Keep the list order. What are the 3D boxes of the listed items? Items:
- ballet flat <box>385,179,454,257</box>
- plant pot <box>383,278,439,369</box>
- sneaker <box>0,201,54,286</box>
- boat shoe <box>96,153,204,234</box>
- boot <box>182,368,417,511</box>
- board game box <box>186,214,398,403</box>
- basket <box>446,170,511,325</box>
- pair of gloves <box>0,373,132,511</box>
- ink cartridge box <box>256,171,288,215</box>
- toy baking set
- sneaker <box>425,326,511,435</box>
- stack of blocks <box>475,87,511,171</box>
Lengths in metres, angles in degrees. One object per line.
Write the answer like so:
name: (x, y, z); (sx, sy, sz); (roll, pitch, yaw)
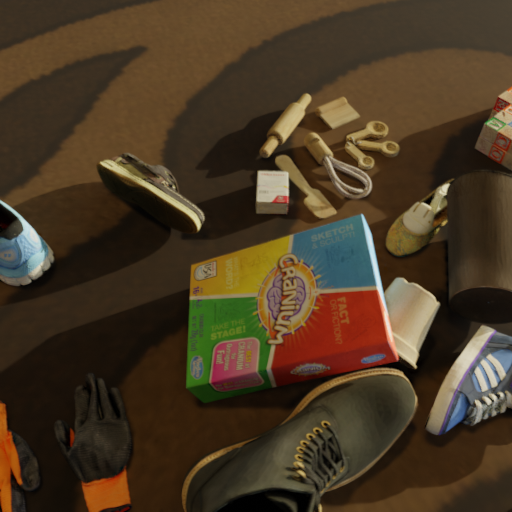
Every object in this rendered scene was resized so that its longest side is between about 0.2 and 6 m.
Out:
ballet flat: (3.019, -0.753, 9.717); (2.041, 0.721, 0.721); (-33, 59, -23)
plant pot: (2.042, 0.896, 7.958); (1.074, 1.074, 0.983); (32, 85, 22)
sneaker: (-4.647, -0.739, 9.272); (2.973, 1.337, 1.165); (26, 56, 19)
boat shoe: (-1.798, -1.235, 9.953); (2.437, 0.892, 0.790); (31, 63, 22)
boot: (0.747, 2.297, 6.185); (3.194, 2.209, 1.237); (-29, 84, -13)
board game box: (0.392, 0.736, 7.959); (2.795, 0.564, 2.138); (-17, 50, 16)
basket: (3.658, -0.044, 8.709); (1.768, 1.333, 1.961); (35, 55, -28)
pair of gloves: (-2.759, 2.616, 7.330); (2.234, 0.276, 1.991); (-14, 53, -12)
ink cartridge box: (0.296, -1.159, 10.247); (0.575, 0.327, 0.789); (2, 52, 1)
toy baking set: (1.380, -2.143, 10.985); (2.480, 0.376, 3.231); (26, 56, 19)
sneaker: (3.343, 1.912, 7.523); (1.468, 0.808, 2.005); (29, 52, 26)
stack of blocks: (5.382, -2.726, 11.272); (2.178, 0.638, 1.254); (-35, 60, -24)
